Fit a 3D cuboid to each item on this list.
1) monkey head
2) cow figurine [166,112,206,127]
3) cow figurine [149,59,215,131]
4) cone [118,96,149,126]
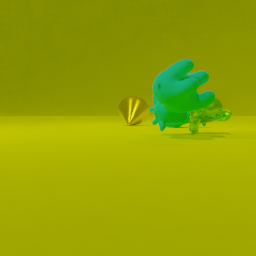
[{"bbox_3d":[1.649,-0.277,5.983,0.686,0.819,1.138,4,12,-17],"label":"monkey head"},{"bbox_3d":[1.873,-0.365,8.879,1.288,0.719,1.309,11,25,36],"label":"cow figurine"},{"bbox_3d":[0.785,-0.527,5.033,1.431,0.798,1.454,-23,-23,32],"label":"cow figurine"},{"bbox_3d":[0.126,-0.388,10.505,1.244,1.244,1.249,0,29,10],"label":"cone"}]
